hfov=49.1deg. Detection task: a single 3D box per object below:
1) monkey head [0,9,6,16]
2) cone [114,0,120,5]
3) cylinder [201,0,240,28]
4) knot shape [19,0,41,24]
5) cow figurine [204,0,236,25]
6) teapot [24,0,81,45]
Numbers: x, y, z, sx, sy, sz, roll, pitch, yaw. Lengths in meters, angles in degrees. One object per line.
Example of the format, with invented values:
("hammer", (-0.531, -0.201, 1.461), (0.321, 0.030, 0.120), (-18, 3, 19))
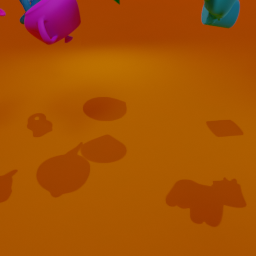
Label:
("monkey head", (-3.200, -2.385, 5.723), (1.020, 0.854, 1.417), (45, 58, -4))
("cone", (-0.667, -4.836, 9.214), (1.618, 1.624, 1.618), (-27, 17, 9))
("cylinder", (2.618, -3.306, 7.975), (0.796, 0.796, 0.796), (6, 30, -8))
("knot shape", (-2.776, -3.459, 8.049), (0.621, 1.345, 1.258), (-12, 58, -28))
("cow figurine", (1.415, -2.870, 5.641), (1.591, 0.874, 1.566), (41, 12, 31))
("teapot", (-1.618, -2.448, 6.390), (1.285, 1.012, 2.067), (-21, 34, 20))
